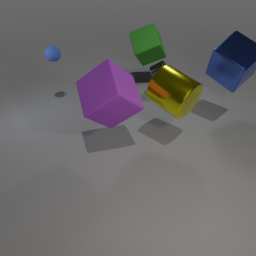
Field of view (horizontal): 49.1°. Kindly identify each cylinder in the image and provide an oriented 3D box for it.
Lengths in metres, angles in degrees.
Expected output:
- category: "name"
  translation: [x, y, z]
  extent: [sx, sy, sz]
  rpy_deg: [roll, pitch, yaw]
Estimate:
- category: "cylinder"
  translation: [1.518, -2.805, 13.557]
  extent: [0.700, 0.700, 0.700]
  rpy_deg: [-23, 20, 30]
- category: "cylinder"
  translation: [1.580, -1.233, 9.585]
  extent: [1.400, 1.400, 1.400]
  rpy_deg: [37, 45, 23]

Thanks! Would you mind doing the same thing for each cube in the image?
- category: "cube"
  translation: [-0.579, -1.042, 8.926]
  extent: [1.400, 1.400, 1.400]
  rpy_deg: [-30, 60, 24]
- category: "cube"
  translation: [1.066, -4.402, 14.894]
  extent: [1.400, 1.400, 1.400]
  rpy_deg: [-18, 71, 17]
- category: "cube"
  translation: [4.062, -2.511, 10.687]
  extent: [1.400, 1.400, 1.400]
  rpy_deg: [-41, 69, -17]

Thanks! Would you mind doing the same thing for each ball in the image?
- category: "ball"
  translation: [-3.324, -3.281, 12.392]
  extent: [0.700, 0.700, 0.700]
  rpy_deg: [0, 31, 0]
